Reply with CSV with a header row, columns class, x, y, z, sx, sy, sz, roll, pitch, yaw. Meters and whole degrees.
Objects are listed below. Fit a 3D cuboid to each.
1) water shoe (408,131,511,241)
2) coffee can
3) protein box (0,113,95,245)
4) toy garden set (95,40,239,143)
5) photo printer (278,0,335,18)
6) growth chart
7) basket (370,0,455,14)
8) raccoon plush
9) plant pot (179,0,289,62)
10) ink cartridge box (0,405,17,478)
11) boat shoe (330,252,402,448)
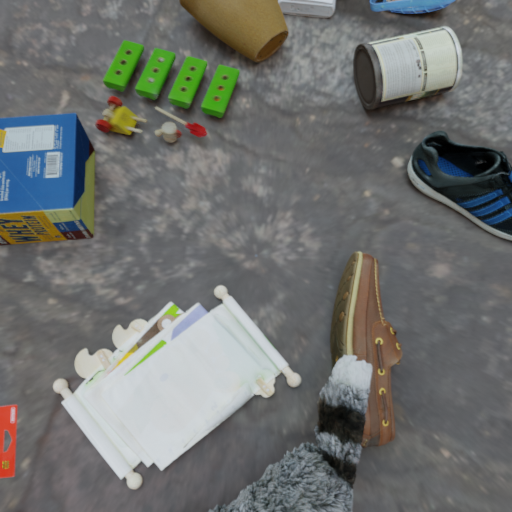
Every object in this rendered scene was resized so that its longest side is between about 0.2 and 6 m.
class,x,y,z,sx,sy,sz,roll,pitch,yaw
water shoe,3.645,-1.022,8.610,2.663,1.051,0.952,23,71,8
coffee can,2.506,-3.137,9.383,1.474,1.079,1.079,-13,70,-5
protein box,-3.461,-1.155,8.620,1.661,1.120,1.649,-5,70,-2
toy garden set,-1.566,-2.637,9.577,2.128,0.425,1.774,16,68,5
photo printer,0.994,-5.098,10.454,1.054,0.440,1.267,8,70,3
growth chart,-1.179,1.732,8.010,3.017,0.268,2.183,-32,72,-11
basket,2.874,-4.813,9.859,1.432,1.129,1.624,8,48,25
raccoon plush,0.032,2.823,6.997,2.288,1.652,3.415,10,66,9
plant pot,-0.232,-4.257,9.734,1.533,1.533,1.645,-38,89,-13
ink cartridge box,-3.787,2.586,7.720,0.869,0.218,1.001,-6,70,-1
boat shoe,1.546,1.293,7.854,0.911,0.971,2.697,6,76,-3
